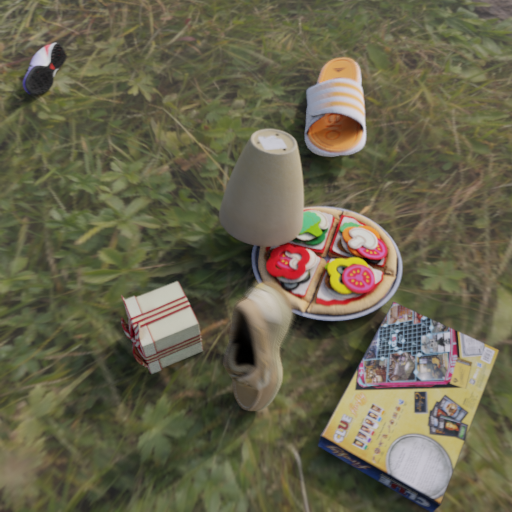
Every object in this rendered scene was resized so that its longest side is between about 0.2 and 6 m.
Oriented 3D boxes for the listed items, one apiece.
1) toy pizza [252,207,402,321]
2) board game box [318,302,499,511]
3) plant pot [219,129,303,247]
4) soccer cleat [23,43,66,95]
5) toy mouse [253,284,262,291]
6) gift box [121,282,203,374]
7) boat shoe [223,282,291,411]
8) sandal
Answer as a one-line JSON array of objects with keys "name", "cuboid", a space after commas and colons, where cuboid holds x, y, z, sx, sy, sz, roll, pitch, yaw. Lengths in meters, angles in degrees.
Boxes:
[{"name": "toy pizza", "cuboid": [1.289, -0.019, 10.216, 2.746, 0.435, 2.746, 0, 49, 0]}, {"name": "board game box", "cuboid": [2.376, 2.163, 8.582, 1.823, 0.466, 2.692, 26, 57, 19]}, {"name": "plant pot", "cuboid": [0.190, -1.285, 9.770, 1.558, 1.664, 1.558, 5, 44, -5]}, {"name": "soccer cleat", "cuboid": [-5.345, -4.568, 13.838, 0.675, 0.630, 1.846, -4, 51, 21]}, {"name": "toy mouse", "cuboid": [0.119, 0.924, 8.879, 0.213, 1.102, 0.979, -4, 86, -12]}, {"name": "gift box", "cuboid": [-1.570, 1.097, 9.013, 1.080, 1.156, 1.067, -22, 50, -15]}, {"name": "boat shoe", "cuboid": [-0.125, 1.422, 7.941, 0.762, 2.363, 0.842, -26, 47, -37]}, {"name": "sandal", "cuboid": [1.704, -3.597, 12.424, 1.328, 0.994, 3.467, -4, 52, 13]}]
